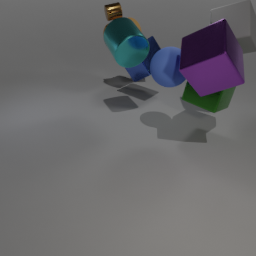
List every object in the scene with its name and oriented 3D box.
[{"bbox_3d":[2.500,-2.029,8.333,1.400,1.400,1.400,-16,50,37],"label":"cube"},{"bbox_3d":[3.971,-3.647,10.493,1.400,1.400,1.400,-3,-11,34],"label":"cube"},{"bbox_3d":[-0.078,-3.292,10.803,1.400,1.400,1.400,-12,51,-20],"label":"cylinder"},{"bbox_3d":[0.735,-3.264,13.406,1.400,1.400,1.400,-42,15,-28],"label":"cube"},{"bbox_3d":[3.087,-1.536,10.438,1.400,1.400,1.400,28,27,30],"label":"cube"},{"bbox_3d":[-0.271,-4.626,13.899,1.400,1.400,1.400,24,42,36],"label":"cylinder"},{"bbox_3d":[1.477,-2.133,9.855,1.400,1.400,1.400,0,29,0],"label":"ball"},{"bbox_3d":[-0.682,-5.393,12.984,0.700,0.700,0.700,-16,32,-8],"label":"cylinder"}]
